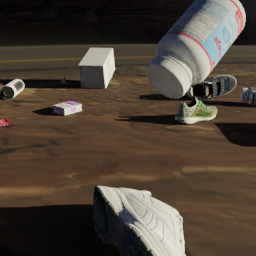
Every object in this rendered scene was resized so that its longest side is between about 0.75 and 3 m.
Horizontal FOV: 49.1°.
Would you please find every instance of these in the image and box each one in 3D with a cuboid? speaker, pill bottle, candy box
[{"bbox_3d":[-5.454,-1.848,13.254,0.658,0.658,1.620,-1,20,-4],"label":"speaker"},{"bbox_3d":[1.512,-1.883,6.415,1.334,1.334,2.452,21,66,44],"label":"pill bottle"},{"bbox_3d":[-2.348,-0.775,10.887,0.714,0.304,0.851,16,26,37],"label":"candy box"},{"bbox_3d":[5.463,-1.335,11.761,1.293,0.737,0.737,6,21,15],"label":"pill bottle"}]

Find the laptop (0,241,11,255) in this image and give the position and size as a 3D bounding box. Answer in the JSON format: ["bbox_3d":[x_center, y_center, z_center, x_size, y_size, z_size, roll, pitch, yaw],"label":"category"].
[{"bbox_3d":[-2.279,1.726,4.066,0.730,0.426,0.824,18,27,39],"label":"laptop"}]

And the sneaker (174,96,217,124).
[{"bbox_3d":[2.492,-0.705,9.918,1.922,0.851,0.739,-14,25,-33],"label":"sneaker"}]

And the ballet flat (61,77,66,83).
[{"bbox_3d":[-3.792,-2.804,16.390,0.309,0.309,0.889,-5,22,-12],"label":"ballet flat"}]

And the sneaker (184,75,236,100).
[{"bbox_3d":[3.799,-1.782,12.679,2.478,0.972,0.984,-11,17,0],"label":"sneaker"}]

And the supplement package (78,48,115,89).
[{"bbox_3d":[-1.655,-3.295,15.290,1.382,1.365,2.280,4,38,10],"label":"supplement package"}]

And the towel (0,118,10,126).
[{"bbox_3d":[-4.520,-0.152,9.539,0.839,0.094,0.607,-16,25,-36],"label":"towel"}]

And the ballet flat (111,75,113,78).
[{"bbox_3d":[-1.209,-3.052,16.510,0.506,0.529,1.503,32,20,-6],"label":"ballet flat"}]

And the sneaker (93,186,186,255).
[{"bbox_3d":[0.368,1.511,3.930,1.172,1.003,2.691,-4,21,-24],"label":"sneaker"}]
